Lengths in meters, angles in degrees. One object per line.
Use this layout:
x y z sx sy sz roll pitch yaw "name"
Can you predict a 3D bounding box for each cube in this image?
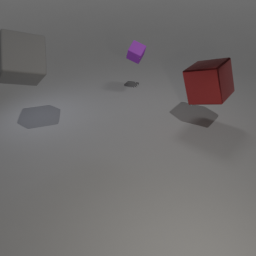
-3.697 -2.350 9.632 1.400 1.400 1.400 0 -8 -31 "cube"
3.152 -1.805 10.887 1.400 1.400 1.400 3 29 40 "cube"
0.404 -3.742 13.830 0.700 0.700 0.700 27 68 2 "cube"
